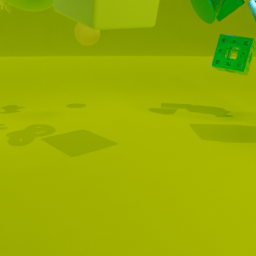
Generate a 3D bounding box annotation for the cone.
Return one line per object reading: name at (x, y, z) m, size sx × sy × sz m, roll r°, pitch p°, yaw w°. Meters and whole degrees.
cone at (2.259, -3.353, 7.065) m, size 0.991 × 0.987 × 0.987 m, roll -36°, pitch 19°, yaw 0°

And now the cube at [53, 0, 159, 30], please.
cube at (-0.299, -2.191, 4.079) m, size 1.169 × 1.169 × 1.169 m, roll -18°, pitch 41°, yaw -36°

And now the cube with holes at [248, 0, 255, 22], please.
cube with holes at (3.186, -2.068, 4.981) m, size 1.275 × 1.275 × 1.275 m, roll 31°, pitch 42°, yaw -21°

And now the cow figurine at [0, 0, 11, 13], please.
cow figurine at (-3.109, -3.385, 7.158) m, size 1.135 × 0.623 × 1.116 m, roll 3°, pitch 52°, yaw 40°

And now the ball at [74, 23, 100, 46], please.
ball at (-1.214, -2.852, 8.359) m, size 0.758 × 0.758 × 0.758 m, roll 0°, pitch 16°, yaw 0°

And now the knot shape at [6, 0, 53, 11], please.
knot shape at (-1.412, -2.730, 4.473) m, size 0.759 × 1.536 × 1.642 m, roll 31°, pitch -10°, yaw -5°

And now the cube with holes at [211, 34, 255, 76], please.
cube with holes at (3.089, -2.112, 8.156) m, size 0.913 × 0.913 × 0.913 m, roll 18°, pitch 12°, yaw 27°

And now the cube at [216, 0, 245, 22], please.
cube at (2.625, -3.572, 7.712) m, size 0.784 × 0.784 × 0.784 m, roll -32°, pitch 20°, yaw 31°
